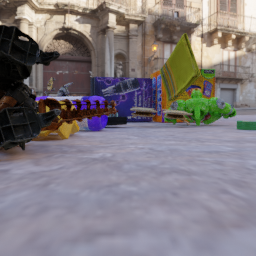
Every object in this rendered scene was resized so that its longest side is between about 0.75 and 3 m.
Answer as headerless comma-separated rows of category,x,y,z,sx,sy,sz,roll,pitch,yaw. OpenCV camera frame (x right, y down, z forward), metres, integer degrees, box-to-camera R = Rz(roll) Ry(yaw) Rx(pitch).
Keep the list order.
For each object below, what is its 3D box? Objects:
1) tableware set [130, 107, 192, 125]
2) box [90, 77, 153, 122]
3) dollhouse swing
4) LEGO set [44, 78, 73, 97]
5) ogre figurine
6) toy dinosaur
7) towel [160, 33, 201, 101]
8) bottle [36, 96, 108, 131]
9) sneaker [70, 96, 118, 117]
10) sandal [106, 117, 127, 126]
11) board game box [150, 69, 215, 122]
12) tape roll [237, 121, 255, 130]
tableware set,1.026,-0.401,9.193,1.937,0.388,1.280,4,8,0
box,-0.360,-1.358,13.766,2.910,2.154,1.518,-2,4,-14
dollhouse swing,-1.646,0.069,5.450,1.236,1.087,1.123,1,45,7
LEGO set,-2.226,-0.968,8.975,1.770,1.150,0.502,19,12,36
ogre figurine,2.604,-0.650,10.289,2.598,1.275,1.558,17,-9,19
toy dinosaur,-1.640,-0.337,3.640,2.952,1.508,2.004,-25,-3,-25
towel,1.491,-1.712,8.676,0.262,1.249,2.902,-18,-5,-7
bottle,-1.959,-0.387,7.398,2.750,0.898,1.149,0,4,5
sneaker,-1.578,-0.540,11.069,1.254,1.128,2.906,13,0,-43
sandal,-1.329,-0.394,9.271,2.811,0.673,1.057,-1,0,23
board game box,2.583,-1.537,13.786,2.465,2.463,2.463,-1,3,-11
tape roll,3.588,-0.079,7.858,1.008,0.242,1.008,0,4,0
